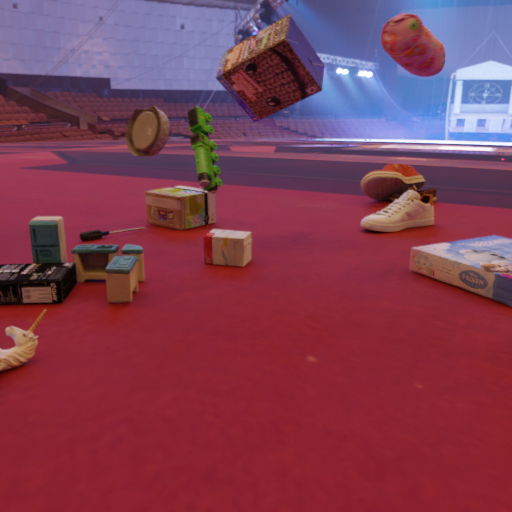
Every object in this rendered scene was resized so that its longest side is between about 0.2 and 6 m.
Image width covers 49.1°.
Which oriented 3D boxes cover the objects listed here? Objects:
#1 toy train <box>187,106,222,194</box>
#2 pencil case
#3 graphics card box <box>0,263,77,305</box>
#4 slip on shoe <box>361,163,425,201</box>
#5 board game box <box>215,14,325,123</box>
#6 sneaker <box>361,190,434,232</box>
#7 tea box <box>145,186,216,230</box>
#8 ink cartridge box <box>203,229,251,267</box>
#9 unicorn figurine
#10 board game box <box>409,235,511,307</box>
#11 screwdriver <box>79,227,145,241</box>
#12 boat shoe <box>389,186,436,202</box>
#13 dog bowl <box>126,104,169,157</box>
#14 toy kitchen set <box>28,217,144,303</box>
[{"bbox_3d":[-0.934,-1.890,9.923,0.353,1.691,0.477,-21,-24,27],"label":"toy train"},{"bbox_3d":[3.052,-4.013,10.763,0.842,0.842,1.927,10,9,31],"label":"pencil case"},{"bbox_3d":[-3.928,0.446,9.239,1.702,0.433,1.068,-3,15,-5],"label":"graphics card box"},{"bbox_3d":[4.358,-2.503,18.283,3.185,1.180,0.975,-10,61,-45],"label":"slip on shoe"},{"bbox_3d":[0.327,-4.099,12.454,1.885,1.503,0.913,-18,47,34],"label":"board game box"},{"bbox_3d":[3.576,-1.170,14.208,2.266,0.959,0.825,-11,20,-30],"label":"sneaker"},{"bbox_3d":[-1.971,-1.272,14.652,1.327,0.886,1.305,12,20,36],"label":"tea box"},{"bbox_3d":[-0.551,-0.161,11.140,0.829,0.600,0.602,4,16,15],"label":"ink cartridge box"},{"bbox_3d":[-3.167,1.192,6.431,1.062,0.571,1.546,12,28,-12],"label":"unicorn figurine"},{"bbox_3d":[4.428,0.177,10.074,2.315,0.502,2.304,-8,16,-28],"label":"board game box"},{"bbox_3d":[-3.391,-0.596,13.369,1.707,0.248,0.238,-18,25,-39],"label":"screwdriver"},{"bbox_3d":[5.019,-1.990,17.946,1.502,0.540,0.542,1,15,6],"label":"boat shoe"},{"bbox_3d":[-2.470,-2.844,12.843,1.222,1.222,0.358,13,4,39],"label":"dog bowl"},{"bbox_3d":[-2.939,0.037,9.398,1.934,1.140,1.550,-1,15,-1],"label":"toy kitchen set"}]
